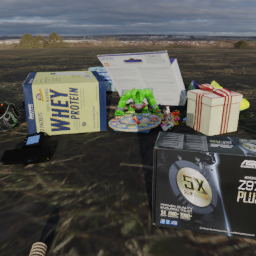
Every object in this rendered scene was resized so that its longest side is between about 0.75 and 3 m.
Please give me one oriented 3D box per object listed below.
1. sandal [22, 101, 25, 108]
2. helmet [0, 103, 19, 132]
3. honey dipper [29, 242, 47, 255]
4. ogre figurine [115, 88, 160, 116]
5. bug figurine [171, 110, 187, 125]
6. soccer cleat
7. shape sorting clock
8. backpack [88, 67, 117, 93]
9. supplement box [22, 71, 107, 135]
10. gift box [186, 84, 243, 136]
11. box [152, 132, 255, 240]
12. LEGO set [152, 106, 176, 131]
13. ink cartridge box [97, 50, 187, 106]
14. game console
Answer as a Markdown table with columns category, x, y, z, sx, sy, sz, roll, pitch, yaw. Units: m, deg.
| category | x | y | z | sx | sy | sz | roll | pitch | yaw |
| --- | --- | --- | --- | --- | --- | --- | --- | --- | --- |
| sandal | -2.862 | -1.267 | 11.465 | 2.795 | 0.630 | 1.050 | -7 | 21 | -18 |
| helmet | -3.808 | -0.368 | 8.493 | 0.975 | 0.975 | 0.929 | 0 | -24 | 1 |
| honey dipper | -1.200 | 1.864 | 3.385 | 0.208 | 0.208 | 1.094 | -1 | 23 | -2 |
| ogre figurine | 0.362 | -0.918 | 9.976 | 1.647 | 0.988 | 0.808 | 1 | 20 | 0 |
| bug figurine | 1.644 | -0.354 | 9.468 | 0.784 | 0.260 | 1.011 | -11 | 23 | -26 |
| soccer cleat | 3.467 | -1.268 | 10.791 | 2.380 | 0.995 | 0.769 | 14 | 21 | 16 |
| shape sorting clock | 0.222 | -0.225 | 9.000 | 1.685 | 0.331 | 1.685 | 0 | 19 | 0 |
| backpack | -1.239 | -2.335 | 13.640 | 1.630 | 1.198 | 1.491 | 0 | 23 | -11 |
| supplement box | -2.005 | -0.909 | 9.078 | 2.304 | 1.549 | 2.307 | -4 | 20 | -12 |
| gift box | 2.672 | -0.650 | 8.695 | 1.430 | 1.335 | 1.319 | -12 | 23 | -28 |
| box | 1.258 | 0.862 | 4.394 | 1.682 | 1.377 | 0.724 | 5 | 20 | 12 |
| LEGO set | 1.133 | -0.425 | 9.048 | 0.623 | 0.504 | 1.354 | -29 | 25 | -2 |
| ink cartridge box | 0.580 | -1.848 | 10.074 | 2.647 | 2.653 | 0.538 | 6 | 58 | 28 |
| game console | -2.532 | 0.489 | 7.172 | 1.071 | 0.219 | 1.816 | -4 | 20 | -12 |
